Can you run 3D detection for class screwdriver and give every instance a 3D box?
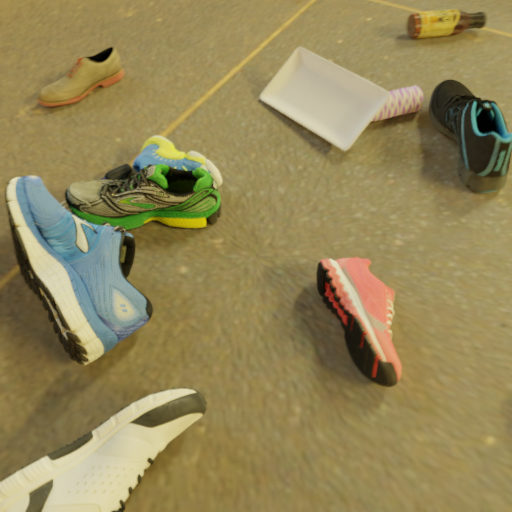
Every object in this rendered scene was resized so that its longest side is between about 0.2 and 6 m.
[{"bbox_3d":[-3.060,-1.264,10.412,1.778,0.259,0.248,-37,103,-32],"label":"screwdriver"}]

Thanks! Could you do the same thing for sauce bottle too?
[{"bbox_3d":[4.780,-5.849,14.045,1.926,0.636,0.636,-9,51,-8],"label":"sauce bottle"}]

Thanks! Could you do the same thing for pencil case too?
[{"bbox_3d":[2.882,-3.241,11.911,1.345,0.564,0.575,-15,31,-13],"label":"pencil case"}]

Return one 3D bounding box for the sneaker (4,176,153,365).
[{"bbox_3d":[-2.821,0.009,8.873,1.602,1.411,3.593,-22,60,-30],"label":"sneaker"}]

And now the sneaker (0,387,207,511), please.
[{"bbox_3d":[-1.765,2.657,6.852,2.843,1.048,1.137,-31,68,-17],"label":"sneaker"}]

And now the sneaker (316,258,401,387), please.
[{"bbox_3d":[1.727,0.827,8.337,0.993,0.844,2.289,-13,51,-12],"label":"sneaker"}]

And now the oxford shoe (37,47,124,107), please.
[{"bbox_3d":[-3.943,-4.005,12.387,0.742,0.788,2.107,36,59,26],"label":"oxford shoe"}]

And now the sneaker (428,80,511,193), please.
[{"bbox_3d":[4.311,-2.679,10.985,1.124,1.258,3.071,-6,50,-4],"label":"sneaker"}]

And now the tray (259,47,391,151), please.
[{"bbox_3d":[1.394,-3.285,11.727,1.450,0.300,2.701,-51,57,2],"label":"tray"}]

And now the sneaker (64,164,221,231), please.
[{"bbox_3d":[-1.987,-1.171,9.798,2.711,1.155,1.058,-2,50,-1],"label":"sneaker"}]

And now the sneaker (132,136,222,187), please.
[{"bbox_3d":[-1.552,-1.523,10.482,1.896,0.718,0.996,29,68,31],"label":"sneaker"}]
